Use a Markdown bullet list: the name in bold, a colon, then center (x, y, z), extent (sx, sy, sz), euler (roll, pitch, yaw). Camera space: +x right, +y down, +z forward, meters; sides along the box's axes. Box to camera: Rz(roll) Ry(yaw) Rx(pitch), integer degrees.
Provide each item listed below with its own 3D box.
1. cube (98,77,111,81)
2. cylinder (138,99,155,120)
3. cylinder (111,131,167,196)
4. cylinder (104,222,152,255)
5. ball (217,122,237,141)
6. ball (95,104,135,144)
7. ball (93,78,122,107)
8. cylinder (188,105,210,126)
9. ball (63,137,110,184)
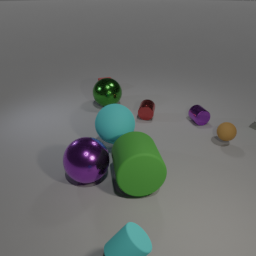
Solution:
- **cube**: center (-1.200, -2.351, 15.317), extent (0.700, 0.700, 0.700), euler (-9, 24, -17)
- **cylinder**: center (0.831, -0.809, 12.441), extent (0.700, 0.700, 0.700), euler (5, 34, 10)
- **cylinder**: center (0.277, 1.009, 8.152), extent (1.400, 1.400, 1.400), euler (-4, 26, -8)
- **cylinder**: center (-0.001, 2.373, 5.574), extent (0.700, 0.700, 0.700), euler (41, 13, -11)
- **ball**: center (3.618, 0.133, 10.277), extent (0.700, 0.700, 0.700), euler (0, 28, 0)
- **ball**: center (-0.452, -0.143, 9.774), extent (1.400, 1.400, 1.400), euler (0, 28, 0)
- **ball**: center (-0.988, -1.698, 13.420), extent (1.400, 1.400, 1.400), euler (0, 28, 0)
- **cylinder**: center (3.062, -0.559, 12.043), extent (0.700, 0.700, 0.700), euler (-8, 29, -14)
- **ball**: center (-1.256, 0.967, 8.472), extent (1.400, 1.400, 1.400), euler (0, 28, 0)
